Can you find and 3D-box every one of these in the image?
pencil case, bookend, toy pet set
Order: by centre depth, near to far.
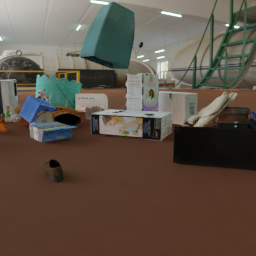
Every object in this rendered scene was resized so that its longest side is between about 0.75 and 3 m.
[{"bbox_3d":[2.326,0.289,7.313,2.002,0.928,2.015,3,10,17],"label":"bookend"},{"bbox_3d":[-3.900,-0.771,10.668,2.257,1.199,2.107,-35,50,-30],"label":"toy pet set"},{"bbox_3d":[4.208,-0.360,11.211,0.908,0.816,2.091,11,6,-21],"label":"pencil case"}]

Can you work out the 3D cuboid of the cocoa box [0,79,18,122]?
[{"bbox_3d":[-5.993,-1.298,13.193,1.256,1.914,1.276,-1,12,-5],"label":"cocoa box"}]

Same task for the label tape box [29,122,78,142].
[{"bbox_3d":[-2.488,0.150,9.324,1.074,0.471,1.489,-8,13,-38],"label":"label tape box"}]

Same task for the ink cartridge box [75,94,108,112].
[{"bbox_3d":[-1.973,-1.380,15.443,1.611,0.926,2.752,0,2,-1],"label":"ink cartridge box"}]

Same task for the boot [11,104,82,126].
[{"bbox_3d":[-3.345,-0.415,11.645,2.660,1.020,2.065,2,12,-29],"label":"boot"}]

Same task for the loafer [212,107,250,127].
[{"bbox_3d":[3.364,-0.114,9.552,0.983,0.956,2.693,3,-3,10],"label":"loafer"}]

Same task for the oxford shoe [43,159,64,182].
[{"bbox_3d":[-1.581,0.820,5.943,0.329,0.383,0.907,-9,12,-33],"label":"oxford shoe"}]

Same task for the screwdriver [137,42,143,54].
[{"bbox_3d":[0.554,-4.012,14.081,0.219,0.210,1.503,3,36,17],"label":"screwdriver"}]

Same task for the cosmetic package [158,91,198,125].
[{"bbox_3d":[1.921,-0.995,13.083,1.018,1.416,2.509,-9,12,-43],"label":"cosmetic package"}]

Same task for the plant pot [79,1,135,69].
[{"bbox_3d":[-0.684,-3.550,10.782,1.527,2.161,1.526,13,4,-31],"label":"plant pot"}]

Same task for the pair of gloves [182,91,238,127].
[{"bbox_3d":[2.549,-0.458,9.392,2.066,0.426,2.430,-42,-2,2],"label":"pair of gloves"}]

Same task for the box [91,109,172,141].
[{"bbox_3d":[0.152,-0.168,10.173,2.638,0.793,1.539,5,11,22],"label":"box"}]

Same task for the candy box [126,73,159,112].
[{"bbox_3d":[0.637,-1.197,11.880,0.787,2.201,1.846,5,11,26],"label":"candy box"}]

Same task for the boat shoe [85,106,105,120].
[{"bbox_3d":[-1.359,-0.703,13.254,0.757,0.769,2.065,-6,13,-29],"label":"boat shoe"}]

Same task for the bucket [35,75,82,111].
[{"bbox_3d":[-3.981,-1.903,15.908,2.677,1.742,2.677,9,2,0],"label":"bucket"}]
